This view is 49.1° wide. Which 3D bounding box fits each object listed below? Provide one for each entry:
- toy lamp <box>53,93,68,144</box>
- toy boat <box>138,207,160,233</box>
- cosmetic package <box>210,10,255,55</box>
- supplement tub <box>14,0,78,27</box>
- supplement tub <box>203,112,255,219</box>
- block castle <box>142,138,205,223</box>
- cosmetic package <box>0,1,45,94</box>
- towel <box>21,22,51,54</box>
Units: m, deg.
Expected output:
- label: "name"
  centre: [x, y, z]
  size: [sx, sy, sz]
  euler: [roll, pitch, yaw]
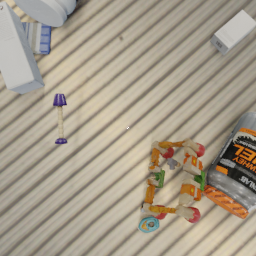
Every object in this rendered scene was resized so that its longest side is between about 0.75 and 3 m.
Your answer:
- label: "toy lamp"
  centre: [-1.743, -0.240, 7.211]
  size: [0.374, 0.374, 1.286]
  euler: [1, 94, 0]
- label: "toy boat"
  centre: [0.599, 2.954, 9.041]
  size: [0.734, 0.406, 0.873]
  euler: [-21, 82, -3]
- label: "cosmetic package"
  centre: [3.729, -3.381, 9.922]
  size: [1.406, 0.597, 0.757]
  euler: [-40, 82, -6]
- label: "supplement tub"
  centre: [-2.454, -5.171, 9.464]
  size: [2.005, 2.005, 2.857]
  euler: [21, 82, 3]
- label: "supplement tub"
  centre: [3.659, 1.144, 8.617]
  size: [1.809, 1.809, 2.953]
  euler: [33, 82, 5]
- label: "block castle"
  centre: [1.461, 1.544, 8.426]
  size: [1.592, 1.118, 2.382]
  euler: [-9, 61, 40]
- label: "cosmetic package"
  centre: [-3.765, -2.545, 9.236]
  size: [0.930, 1.324, 2.610]
  euler: [-21, 91, -2]
- label: "towel"
  centre: [-3.632, -3.232, 10.110]
  size: [1.691, 0.201, 1.242]
  euler: [0, 79, -2]
